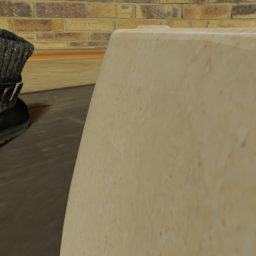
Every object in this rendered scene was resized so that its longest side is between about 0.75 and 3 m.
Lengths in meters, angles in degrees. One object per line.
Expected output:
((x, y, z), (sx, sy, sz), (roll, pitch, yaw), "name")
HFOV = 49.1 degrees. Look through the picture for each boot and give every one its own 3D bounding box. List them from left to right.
((-2.791, -0.977, 6.284), (1.183, 2.350, 3.144), (16, 12, -9), "boot")

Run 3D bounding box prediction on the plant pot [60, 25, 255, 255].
((1.007, 0.749, 1.483), (2.778, 2.460, 2.775), (-6, 20, -15), "plant pot")
